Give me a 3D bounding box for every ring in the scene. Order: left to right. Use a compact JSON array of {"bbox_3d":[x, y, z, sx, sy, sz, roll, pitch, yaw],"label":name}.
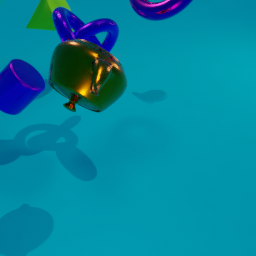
[{"bbox_3d":[0.641,-2.637,4.909,1.520,1.520,0.304,36,14,33],"label":"ring"}]

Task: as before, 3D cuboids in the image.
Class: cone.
[{"bbox_3d":[-2.557,-3.287,8.446,1.352,1.347,1.347,-18,38,19],"label":"cone"}]

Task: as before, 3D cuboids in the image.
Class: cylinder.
[{"bbox_3d":[-2.543,-0.927,6.388,0.932,0.932,0.932,-37,38,21],"label":"cylinder"}]

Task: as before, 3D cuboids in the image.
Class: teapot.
[{"bbox_3d":[-0.590,-0.635,3.863,0.885,1.123,1.807,-63,23,-9],"label":"teapot"}]

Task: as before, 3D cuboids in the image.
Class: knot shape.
[{"bbox_3d":[-1.071,-1.942,6.443,0.902,1.826,1.952,11,64,41],"label":"knot shape"}]

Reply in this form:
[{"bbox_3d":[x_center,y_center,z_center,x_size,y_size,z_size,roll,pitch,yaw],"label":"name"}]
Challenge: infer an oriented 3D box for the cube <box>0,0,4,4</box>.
[{"bbox_3d":[-3.746,-2.839,5.914,1.308,1.308,1.308,8,61,36],"label":"cube"}]
